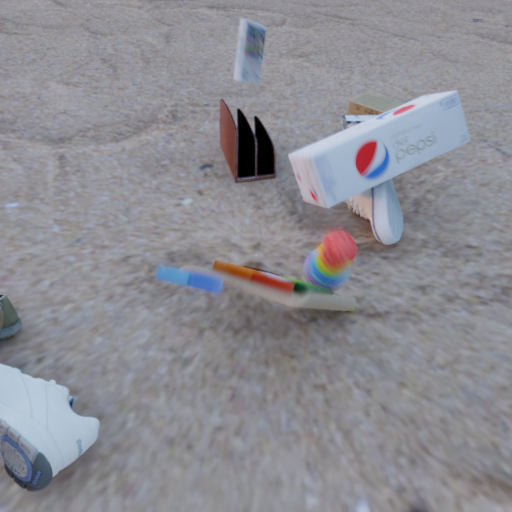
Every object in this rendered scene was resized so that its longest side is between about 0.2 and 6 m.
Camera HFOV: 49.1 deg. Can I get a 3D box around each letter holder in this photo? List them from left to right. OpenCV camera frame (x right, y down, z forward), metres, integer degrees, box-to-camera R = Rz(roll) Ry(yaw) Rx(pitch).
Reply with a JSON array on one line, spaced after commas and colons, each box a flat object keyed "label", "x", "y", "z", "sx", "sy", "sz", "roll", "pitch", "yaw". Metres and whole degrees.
[{"label": "letter holder", "x": -0.204, "y": -2.481, "z": 11.553, "sx": 0.855, "sy": 1.209, "sz": 1.701, "roll": -8, "pitch": 38, "yaw": -11}]

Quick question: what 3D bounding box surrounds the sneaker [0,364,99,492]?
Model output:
[{"label": "sneaker", "x": -2.760, "y": 1.777, "z": 6.529, "sx": 2.266, "sy": 0.844, "sz": 0.987, "roll": 30, "pitch": 29, "yaw": 29}]

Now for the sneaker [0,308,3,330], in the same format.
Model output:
[{"label": "sneaker", "x": -4.936, "y": 1.051, "z": 6.920, "sx": 3.175, "sy": 1.131, "sz": 1.785, "roll": -30, "pitch": 49, "yaw": -25}]

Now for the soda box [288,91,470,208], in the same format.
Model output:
[{"label": "soda box", "x": 2.052, "y": -1.804, "z": 9.339, "sx": 2.841, "sy": 0.904, "sz": 0.968, "roll": -25, "pitch": 18, "yaw": -12}]

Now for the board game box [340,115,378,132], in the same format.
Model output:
[{"label": "board game box", "x": 2.383, "y": -2.491, "z": 12.045, "sx": 1.017, "sy": 0.618, "sz": 1.275, "roll": 0, "pitch": 38, "yaw": 0}]

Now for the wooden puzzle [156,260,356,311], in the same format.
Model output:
[{"label": "wooden puzzle", "x": 0.196, "y": 0.371, "z": 7.197, "sx": 1.979, "sy": 0.343, "sz": 2.933, "roll": 11, "pitch": -1, "yaw": 22}]

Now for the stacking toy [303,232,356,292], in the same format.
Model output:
[{"label": "stacking toy", "x": 0.974, "y": 0.059, "z": 7.214, "sx": 0.643, "sy": 1.506, "sz": 0.643, "roll": 0, "pitch": 78, "yaw": 1}]

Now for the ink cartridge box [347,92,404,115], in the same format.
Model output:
[{"label": "ink cartridge box", "x": 2.909, "y": -3.585, "z": 13.654, "sx": 1.057, "sy": 0.397, "sz": 0.871, "roll": 31, "pitch": 46, "yaw": 34}]

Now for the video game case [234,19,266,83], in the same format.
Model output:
[{"label": "video game case", "x": -0.116, "y": -3.963, "z": 10.930, "sx": 0.137, "sy": 1.082, "sz": 1.188, "roll": 14, "pitch": 18, "yaw": 17}]

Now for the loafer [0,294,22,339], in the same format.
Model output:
[{"label": "loafer", "x": -4.186, "y": 0.784, "z": 7.654, "sx": 1.828, "sy": 0.637, "sz": 0.687, "roll": -2, "pitch": 17, "yaw": -10}]

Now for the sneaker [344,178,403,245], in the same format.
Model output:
[{"label": "sneaker", "x": 2.038, "y": -1.061, "z": 10.149, "sx": 0.899, "sy": 0.928, "sz": 2.541, "roll": -22, "pitch": 37, "yaw": 22}]
